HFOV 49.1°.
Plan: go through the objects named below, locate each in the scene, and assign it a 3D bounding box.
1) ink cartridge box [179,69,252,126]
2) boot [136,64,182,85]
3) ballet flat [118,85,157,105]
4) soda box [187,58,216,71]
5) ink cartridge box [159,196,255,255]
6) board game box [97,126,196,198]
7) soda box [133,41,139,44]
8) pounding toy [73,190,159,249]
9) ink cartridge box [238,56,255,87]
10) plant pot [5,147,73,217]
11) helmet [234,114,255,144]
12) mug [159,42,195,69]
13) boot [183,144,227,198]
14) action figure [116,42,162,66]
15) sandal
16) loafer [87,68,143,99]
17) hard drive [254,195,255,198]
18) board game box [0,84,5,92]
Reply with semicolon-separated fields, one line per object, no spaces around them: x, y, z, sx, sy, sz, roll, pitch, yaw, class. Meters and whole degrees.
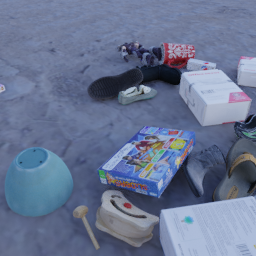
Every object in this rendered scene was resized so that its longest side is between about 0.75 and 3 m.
3.510;-1.345;11.705;1.914;1.081;2.612;-7;38;-9;ink cartridge box
1.364;-2.522;13.486;1.791;0.809;2.185;-13;32;-19;boot
0.478;-1.552;12.362;1.975;0.629;0.666;-19;41;-23;ballet flat
3.834;-3.223;14.664;1.406;0.479;0.448;18;41;22;soda box
2.351;2.738;6.341;2.893;1.104;1.974;-8;37;-7;ink cartridge box
0.674;0.853;8.620;1.942;0.494;2.868;8;31;32;board game box
0.526;-5.129;17.337;0.286;0.256;0.807;-9;39;-12;soda box
-0.329;2.433;7.269;2.028;1.163;1.160;22;14;12;pounding toy
6.171;-2.781;13.835;1.373;0.776;1.875;11;39;14;ink cartridge box
-2.624;1.327;8.050;1.949;1.313;1.949;0;37;0;plant pot
4.358;0.055;9.888;1.080;1.132;1.132;-37;39;10;helmet
2.648;-3.845;15.233;1.756;1.559;1.172;-3;-1;-11;mug
2.311;1.136;8.290;1.297;0.687;1.970;-19;27;11;boot
0.511;-4.186;15.610;1.828;0.975;2.810;-34;45;-27;action figure
3.313;1.302;8.156;1.160;0.775;2.838;36;53;12;sandal
-0.588;-1.900;12.787;2.672;0.976;0.949;-20;0;-18;loafer
4.162;2.210;7.568;0.941;0.255;1.347;-28;48;-13;hard drive
-6.651;-1.763;12.929;1.308;0.270;1.311;21;42;25;board game box
